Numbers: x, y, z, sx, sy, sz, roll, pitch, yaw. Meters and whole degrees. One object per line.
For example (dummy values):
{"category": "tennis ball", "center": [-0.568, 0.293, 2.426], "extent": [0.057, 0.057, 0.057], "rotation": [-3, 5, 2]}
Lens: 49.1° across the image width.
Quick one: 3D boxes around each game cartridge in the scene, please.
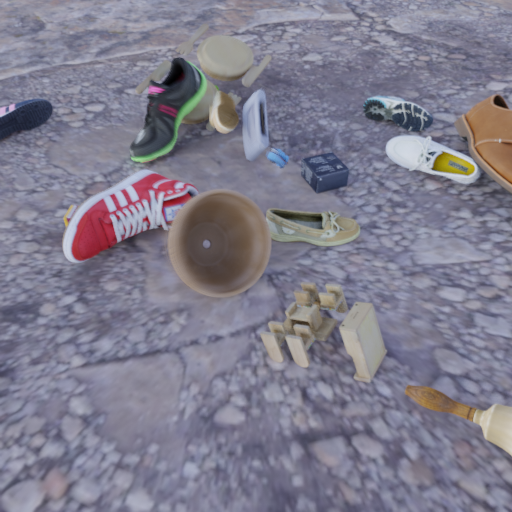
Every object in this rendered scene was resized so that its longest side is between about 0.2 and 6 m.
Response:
{"category": "game cartridge", "center": [-0.036, -2.946, 12.812], "extent": [0.284, 0.924, 1.389], "rotation": [3, 76, -27]}

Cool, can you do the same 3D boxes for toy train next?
{"category": "toy train", "center": [0.486, -2.113, 12.170], "extent": [0.230, 0.532, 0.304], "rotation": [17, 80, 44]}

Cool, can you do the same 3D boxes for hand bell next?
{"category": "hand bell", "center": [2.924, 2.155, 7.725], "extent": [1.798, 0.936, 0.936], "rotation": [16, 43, 34]}

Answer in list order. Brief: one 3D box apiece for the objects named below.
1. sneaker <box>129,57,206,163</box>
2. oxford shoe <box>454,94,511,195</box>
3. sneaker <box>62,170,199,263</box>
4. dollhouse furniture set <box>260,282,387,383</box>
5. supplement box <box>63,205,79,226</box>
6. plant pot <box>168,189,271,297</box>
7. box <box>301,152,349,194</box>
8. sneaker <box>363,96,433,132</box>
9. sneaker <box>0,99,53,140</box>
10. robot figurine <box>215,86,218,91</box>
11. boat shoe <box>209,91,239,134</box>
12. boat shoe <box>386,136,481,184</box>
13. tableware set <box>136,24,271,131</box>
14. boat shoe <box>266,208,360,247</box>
{"category": "sneaker", "center": [-2.240, -3.401, 12.994], "extent": [1.089, 1.189, 2.838], "rotation": [10, 67, 36]}
{"category": "oxford shoe", "center": [5.373, -2.362, 11.931], "extent": [1.288, 1.287, 3.612], "rotation": [25, 37, -26]}
{"category": "sneaker", "center": [-2.196, -0.697, 10.562], "extent": [1.588, 1.006, 2.824], "rotation": [17, 43, 22]}
{"category": "dollhouse furniture set", "center": [1.111, 1.248, 8.735], "extent": [1.524, 1.012, 1.335], "rotation": [4, 37, 38]}
{"category": "supplement box", "center": [-3.378, -0.724, 11.072], "extent": [0.678, 0.350, 0.444], "rotation": [5, 42, 7]}
{"category": "plant pot", "center": [-0.735, -0.212, 9.819], "extent": [1.839, 1.839, 0.849], "rotation": [-26, 12, -26]}
{"category": "box", "center": [1.485, -1.817, 12.196], "extent": [0.772, 0.461, 0.785], "rotation": [-16, 44, -17]}
{"category": "sneaker", "center": [3.665, -3.723, 14.154], "extent": [1.795, 0.697, 0.775], "rotation": [25, 45, 25]}
{"category": "sneaker", "center": [-6.137, -3.438, 13.765], "extent": [0.891, 0.762, 2.173], "rotation": [36, 52, 29]}
{"category": "robot figurine", "center": [-1.290, -4.506, 15.293], "extent": [0.516, 0.298, 0.452], "rotation": [-15, 45, -17]}
{"category": "boat shoe", "center": [-0.811, -3.266, 13.234], "extent": [0.619, 0.581, 1.680], "rotation": [25, 34, -21]}
{"category": "boat shoe", "center": [3.778, -2.109, 12.119], "extent": [2.110, 0.779, 0.899], "rotation": [27, 10, 19]}
{"category": "tableware set", "center": [-1.293, -4.606, 14.874], "extent": [2.289, 0.694, 3.463], "rotation": [29, 59, 7]}
{"category": "boat shoe", "center": [1.099, -0.619, 10.789], "extent": [1.821, 0.573, 0.664], "rotation": [4, 42, 5]}
